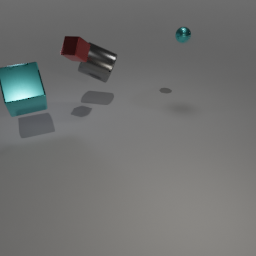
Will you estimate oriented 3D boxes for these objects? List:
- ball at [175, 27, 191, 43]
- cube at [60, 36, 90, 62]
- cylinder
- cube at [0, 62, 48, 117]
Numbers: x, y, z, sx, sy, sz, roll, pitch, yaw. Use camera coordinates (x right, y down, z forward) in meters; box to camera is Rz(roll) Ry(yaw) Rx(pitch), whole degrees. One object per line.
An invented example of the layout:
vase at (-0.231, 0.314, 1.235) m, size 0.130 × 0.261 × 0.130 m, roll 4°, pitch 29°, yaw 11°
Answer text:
ball at (2.449, -4.125, 12.429) m, size 0.700 × 0.700 × 0.700 m, roll 0°, pitch 31°, yaw 0°
cube at (-1.905, -2.868, 10.207) m, size 0.700 × 0.700 × 0.700 m, roll 12°, pitch -3°, yaw 28°
cylinder at (-1.387, -2.966, 12.736) m, size 1.400 × 1.400 × 1.400 m, roll 21°, pitch 29°, yaw -11°
cube at (-3.882, -1.411, 10.416) m, size 1.400 × 1.400 × 1.400 m, roll -15°, pitch 77°, yaw -17°
